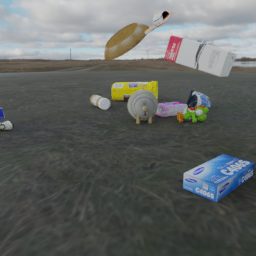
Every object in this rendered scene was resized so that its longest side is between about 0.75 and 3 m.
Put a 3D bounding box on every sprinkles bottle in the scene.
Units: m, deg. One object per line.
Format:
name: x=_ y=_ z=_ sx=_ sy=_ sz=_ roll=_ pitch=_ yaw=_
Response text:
sprinkles bottle: x=-1.488 y=-1.385 z=14.772 sx=0.584 sy=0.584 sz=1.710 roll=-6 pitch=16 yaw=-23

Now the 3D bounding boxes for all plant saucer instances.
plant saucer: x=-0.195 y=-3.968 z=12.468 sx=2.414 sy=0.427 sz=2.414 roll=-27 pitch=33 yaw=20

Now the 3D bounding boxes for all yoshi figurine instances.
yoshi figurine: x=2.721 y=-0.474 z=11.619 sx=1.285 sy=0.722 sz=0.720 roll=-14 pitch=-26 yaw=2

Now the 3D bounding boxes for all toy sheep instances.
toy sheep: x=0.616 y=-0.899 z=11.448 sx=1.379 sy=1.379 sz=2.001 roll=-2 pitch=15 yaw=-9

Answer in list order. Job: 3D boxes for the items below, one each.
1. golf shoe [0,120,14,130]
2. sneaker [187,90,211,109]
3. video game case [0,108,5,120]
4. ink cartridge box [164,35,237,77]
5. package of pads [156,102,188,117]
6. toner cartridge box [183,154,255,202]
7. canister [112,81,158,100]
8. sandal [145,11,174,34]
golf shoe: x=-4.594 y=-0.042 z=10.213 sx=0.950 sy=0.367 sz=0.418 roll=-4 pitch=22 yaw=20
sneaker: x=3.661 y=-1.397 z=14.650 sx=0.912 sy=0.896 sz=2.367 roll=14 pitch=19 yaw=-1
video game case: x=-5.915 y=-0.242 z=10.064 sx=1.854 sy=0.465 sz=2.046 roll=-4 pitch=12 yaw=25
ink cartridge box: x=2.507 y=-2.458 z=9.645 sx=2.048 sy=0.864 sz=1.482 roll=24 pitch=21 yaw=23
package of pads: x=1.953 y=-0.868 z=12.892 sx=1.429 sy=0.541 sz=0.861 roll=-7 pitch=19 yaw=-24
toner cartridge box: x=1.983 y=1.009 z=6.007 sx=1.661 sy=0.358 sz=0.789 roll=-14 pitch=20 yaw=-43
canister: x=0.463 y=-2.252 z=17.103 sx=2.614 sy=1.131 sz=1.942 roll=1 pitch=15 yaw=10
sandal: x=0.991 y=-3.750 z=9.801 sx=1.360 sy=0.390 sz=0.521 roll=-20 pitch=28 yaw=46
